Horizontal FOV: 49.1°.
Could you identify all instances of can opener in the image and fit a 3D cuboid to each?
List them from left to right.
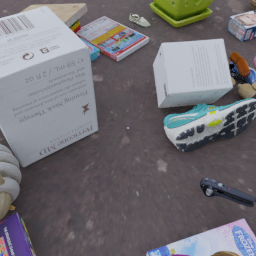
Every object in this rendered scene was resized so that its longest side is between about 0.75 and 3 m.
[{"bbox_3d":[2.174,1.400,6.154,1.227,0.389,0.482,17,51,24],"label":"can opener"}]

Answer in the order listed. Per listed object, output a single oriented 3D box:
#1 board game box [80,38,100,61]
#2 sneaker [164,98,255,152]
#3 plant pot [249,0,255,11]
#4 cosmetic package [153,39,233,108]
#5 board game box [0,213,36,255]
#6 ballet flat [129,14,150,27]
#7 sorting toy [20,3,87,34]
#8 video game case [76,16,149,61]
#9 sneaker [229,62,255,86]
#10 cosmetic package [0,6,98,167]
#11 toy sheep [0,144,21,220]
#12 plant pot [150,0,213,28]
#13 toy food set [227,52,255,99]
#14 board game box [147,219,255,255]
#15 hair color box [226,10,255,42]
[{"bbox_3d":[-1.971,-2.699,10.349,1.504,0.338,1.144,-36,58,-27],"label":"board game box"},{"bbox_3d":[2.400,-0.350,7.890,2.919,1.131,1.163,-15,42,-12],"label":"sneaker"},{"bbox_3d":[6.110,-5.556,12.597,1.430,0.660,1.430,0,49,0],"label":"plant pot"},{"bbox_3d":[1.807,-1.546,8.263,1.820,1.502,1.501,-5,79,-5],"label":"cosmetic package"},{"bbox_3d":[-2.577,2.849,5.461,1.526,0.523,1.846,-25,54,-19],"label":"board game box"},{"bbox_3d":[0.488,-4.630,12.018,1.054,0.329,0.356,27,54,21],"label":"ballet flat"},{"bbox_3d":[-3.230,-3.540,10.409,2.772,0.965,2.756,11,49,25],"label":"sorting toy"},{"bbox_3d":[-0.708,-3.648,11.241,2.562,0.224,1.832,35,57,27],"label":"video game case"},{"bbox_3d":[3.878,-1.817,9.536,0.638,0.562,1.431,-17,44,-2],"label":"sneaker"},{"bbox_3d":[-2.432,-1.081,7.280,2.395,2.862,2.381,-28,55,-22],"label":"cosmetic package"},{"bbox_3d":[-3.288,0.997,6.302,1.729,1.729,2.508,-21,58,-17],"label":"toy sheep"},{"bbox_3d":[2.301,-5.737,11.777,2.358,2.140,2.346,-25,53,-20],"label":"plant pot"},{"bbox_3d":[3.686,-1.776,9.138,2.773,0.437,1.762,22,77,29],"label":"toy food set"},{"bbox_3d":[1.783,3.126,5.255,2.253,0.465,2.259,-14,51,-12],"label":"board game box"},{"bbox_3d":[5.267,-4.298,11.537,2.072,0.627,1.036,-20,52,-16],"label":"hair color box"}]
